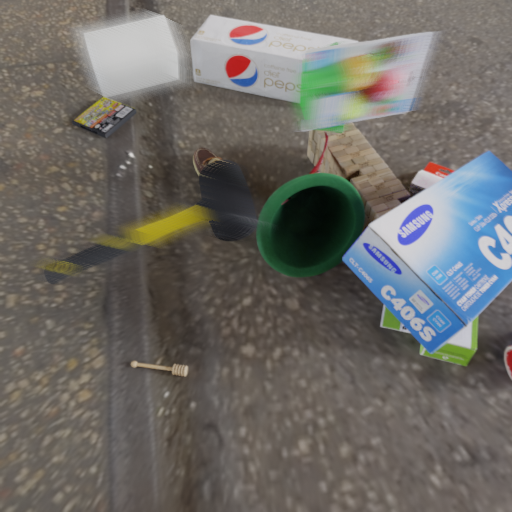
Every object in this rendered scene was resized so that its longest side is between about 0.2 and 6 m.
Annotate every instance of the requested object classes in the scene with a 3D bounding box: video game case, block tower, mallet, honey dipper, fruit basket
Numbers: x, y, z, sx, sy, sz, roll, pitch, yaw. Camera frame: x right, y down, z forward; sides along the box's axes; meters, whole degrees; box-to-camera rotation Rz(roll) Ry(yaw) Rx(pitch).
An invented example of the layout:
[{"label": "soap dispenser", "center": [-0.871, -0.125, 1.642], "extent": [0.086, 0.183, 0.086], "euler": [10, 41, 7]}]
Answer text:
[{"label": "video game case", "center": [-3.440, -3.158, 12.718], "extent": [0.983, 0.139, 1.088], "euler": [24, 55, 19]}, {"label": "block tower", "center": [2.041, -1.388, 10.756], "extent": [0.911, 0.851, 3.150], "euler": [-17, 52, -15]}, {"label": "mallet", "center": [-1.520, -0.430, 7.699], "extent": [3.109, 0.640, 1.024], "euler": [-15, 62, 13]}, {"label": "honey dipper", "center": [-1.497, 1.705, 8.601], "extent": [0.885, 0.168, 0.168], "euler": [7, 50, 9]}, {"label": "fruit basket", "center": [1.736, -2.741, 9.163], "extent": [1.983, 1.836, 0.929], "euler": [-5, 63, -2]}]

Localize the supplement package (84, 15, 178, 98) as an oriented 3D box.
[{"label": "supplement package", "center": [-2.128, -3.435, 9.678], "extent": [1.393, 0.814, 0.817], "euler": [-18, 78, -11]}]

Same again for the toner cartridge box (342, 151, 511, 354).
[{"label": "toner cartridge box", "center": [3.303, -0.271, 8.917], "extent": [3.972, 0.857, 1.887], "euler": [-30, 70, -39]}]

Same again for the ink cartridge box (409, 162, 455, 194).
[{"label": "ink cartridge box", "center": [3.707, -1.526, 11.267], "extent": [0.890, 0.312, 1.095], "euler": [26, 59, 21]}]

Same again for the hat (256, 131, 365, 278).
[{"label": "hat", "center": [0.815, -0.897, 10.271], "extent": [2.230, 1.847, 1.963], "euler": [-21, 28, -8]}]

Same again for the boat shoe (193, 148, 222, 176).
[{"label": "boat shoe", "center": [-0.779, -1.723, 11.186], "extent": [0.619, 0.618, 1.717], "euler": [-20, 53, -16]}]

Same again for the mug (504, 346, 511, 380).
[{"label": "mug", "center": [4.414, 1.556, 8.488], "extent": [1.175, 1.043, 0.784], "euler": [-12, 87, -5]}]

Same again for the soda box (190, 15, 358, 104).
[{"label": "soda box", "center": [0.398, -4.578, 13.229], "extent": [3.723, 1.185, 1.268], "euler": [15, 51, 13]}]

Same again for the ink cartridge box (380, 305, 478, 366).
[{"label": "ink cartridge box", "center": [2.720, 1.014, 8.922], "extent": [1.438, 0.545, 1.063], "euler": [12, 51, 10]}]
